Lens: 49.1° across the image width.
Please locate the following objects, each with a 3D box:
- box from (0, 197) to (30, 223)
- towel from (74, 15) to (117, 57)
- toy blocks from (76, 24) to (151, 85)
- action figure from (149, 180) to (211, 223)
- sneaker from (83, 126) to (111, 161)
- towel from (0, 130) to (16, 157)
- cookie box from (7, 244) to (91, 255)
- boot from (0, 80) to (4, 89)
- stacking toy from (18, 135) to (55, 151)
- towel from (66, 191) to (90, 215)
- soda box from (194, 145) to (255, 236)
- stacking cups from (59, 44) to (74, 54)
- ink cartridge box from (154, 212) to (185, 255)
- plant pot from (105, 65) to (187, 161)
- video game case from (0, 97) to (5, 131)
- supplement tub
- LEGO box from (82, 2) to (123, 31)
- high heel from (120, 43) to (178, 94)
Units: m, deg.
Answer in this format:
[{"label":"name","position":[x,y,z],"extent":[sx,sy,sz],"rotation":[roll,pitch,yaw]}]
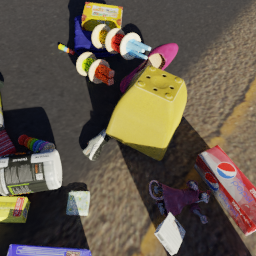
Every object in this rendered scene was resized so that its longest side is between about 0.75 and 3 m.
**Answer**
[{"label":"box","position":[-4.083,2.523,8.682],"extent":[1.877,0.470,0.706],"rotation":[2,53,1]},{"label":"towel","position":[-1.621,-4.575,13.986],"extent":[2.090,0.701,2.831],"rotation":[-2,53,-10]},{"label":"toy blocks","position":[-0.591,-2.790,11.309],"extent":[2.923,1.061,2.436],"rotation":[33,96,41]},{"label":"action figure","position":[1.757,2.243,8.827],"extent":[1.853,1.379,1.241],"rotation":[-3,94,-20]},{"label":"sneaker","position":[-1.098,0.461,10.209],"extent":[0.602,0.561,1.517],"rotation":[21,56,21]},{"label":"towel","position":[-5.031,0.609,10.306],"extent":[1.327,0.206,1.835],"rotation":[-31,57,-19]},{"label":"cookie box","position":[-2.150,4.404,6.945],"extent":[2.203,0.968,2.576],"rotation":[3,53,2]},{"label":"boot","position":[-6.026,-2.209,12.283],"extent":[1.325,0.490,1.086],"rotation":[-3,50,-1]},{"label":"stacking toy","position":[-3.365,0.613,10.140],"extent":[1.433,0.612,0.612],"rotation":[20,55,23]},{"label":"towel","position":[-1.585,2.396,8.961],"extent":[0.676,0.190,0.789],"rotation":[1,53,1]},{"label":"soda box","position":[3.272,1.892,8.864],"extent":[0.858,0.947,2.705],"rotation":[-23,56,-17]},{"label":"stacking cups","position":[-2.977,-3.821,13.645],"extent":[0.826,0.250,0.250],"rotation":[27,58,15]},{"label":"ink cartridge box","position":[1.001,2.462,6.589],"extent":[0.629,0.186,0.786],"rotation":[51,32,3]},{"label":"plant pot","position":[0.823,-0.751,9.698],"extent":[2.240,2.306,2.254],"rotation":[26,48,8]},{"label":"video game case","position":[-6.126,-0.400,10.854],"extent":[2.417,0.308,2.184],"rotation":[-19,53,-9]},{"label":"supplement tub","position":[-3.302,1.433,8.983],"extent":[2.161,1.324,1.324],"rotation":[-7,53,-6]},{"label":"LEGO box","position":[-1.251,-5.394,13.751],"extent":[1.881,0.726,1.401],"rotation":[6,52,-4]},{"label":"high heel","position":[0.920,-2.331,11.304],"extent":[2.887,0.973,1.388],"rotation":[-40,21,13]}]
